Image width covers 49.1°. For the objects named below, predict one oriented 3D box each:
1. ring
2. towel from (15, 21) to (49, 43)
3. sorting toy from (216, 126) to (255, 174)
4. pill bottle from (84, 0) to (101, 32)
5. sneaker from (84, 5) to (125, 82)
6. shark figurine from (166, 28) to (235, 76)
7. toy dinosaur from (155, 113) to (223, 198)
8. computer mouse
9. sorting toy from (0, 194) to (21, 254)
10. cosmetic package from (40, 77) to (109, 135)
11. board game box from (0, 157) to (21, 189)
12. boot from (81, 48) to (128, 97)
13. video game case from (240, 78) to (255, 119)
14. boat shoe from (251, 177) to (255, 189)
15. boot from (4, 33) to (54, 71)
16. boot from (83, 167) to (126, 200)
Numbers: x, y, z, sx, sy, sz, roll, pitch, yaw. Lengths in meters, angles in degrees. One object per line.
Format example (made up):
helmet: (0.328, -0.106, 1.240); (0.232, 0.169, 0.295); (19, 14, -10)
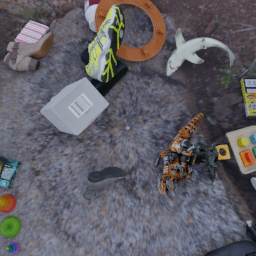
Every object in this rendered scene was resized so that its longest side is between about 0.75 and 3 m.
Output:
ring: (0.164, -4.084, 11.028); (3.001, 0.288, 3.001); (4, 77, -18)
towel: (-3.957, -3.848, 11.553); (0.916, 0.187, 1.251); (23, 68, 8)
sorting toy: (4.130, 0.671, 9.385); (2.614, 0.356, 1.472); (-14, 74, -20)
pill bottle: (-1.247, -4.949, 11.494); (1.056, 1.056, 1.870); (-7, 71, -3)
sneaker: (-0.840, -2.978, 9.657); (1.020, 1.006, 2.669); (15, 88, 22)
shark figurine: (2.754, -3.071, 10.867); (2.788, 1.163, 1.666); (-8, 103, 5)
toy dinosaur: (1.949, 0.864, 9.144); (1.965, 1.479, 2.896); (16, 95, 25)
computer mouse: (3.215, 3.798, 8.195); (2.348, 0.619, 1.626); (-22, 51, -4)
sorting toy: (-3.776, 2.928, 8.691); (0.656, 0.651, 1.891); (-17, 69, -6)
cosmetic package: (-1.817, -0.654, 8.954); (1.408, 2.635, 1.188); (-46, 106, -14)
board game box: (-4.489, 1.422, 9.506); (1.392, 0.196, 0.941); (15, 70, 6)
boot: (-1.237, -2.132, 10.571); (2.050, 0.783, 1.723); (-43, 69, -7)
video game case: (5.232, -1.117, 10.462); (1.817, 0.232, 1.642); (0, 69, -1)
boat shoe: (4.649, 2.096, 9.089); (0.449, 0.563, 1.488); (-40, 86, -13)
boot: (-3.945, -3.104, 10.993); (1.429, 0.686, 1.954); (19, 70, 8)
boot: (-0.767, 1.764, 8.952); (1.386, 0.913, 0.484); (-2, 32, -32)
